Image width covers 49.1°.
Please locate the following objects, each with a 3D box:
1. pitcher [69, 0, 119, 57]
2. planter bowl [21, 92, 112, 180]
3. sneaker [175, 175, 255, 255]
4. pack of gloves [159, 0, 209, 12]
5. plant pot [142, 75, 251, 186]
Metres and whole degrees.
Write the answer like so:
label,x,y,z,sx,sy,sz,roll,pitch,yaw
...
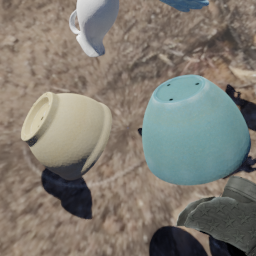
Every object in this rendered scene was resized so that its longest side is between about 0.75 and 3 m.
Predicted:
label,x,y,z,sx,sy,sz,roll,pitch,yaw
pitcher,-0.659,-1.986,4.896,0.980,1.142,0.692,43,49,18
planter bowl,-0.890,0.008,3.712,0.785,1.167,1.167,32,69,-34
sneaker,1.505,1.239,3.352,1.727,0.519,0.901,35,73,-5
pack of gloves,0.685,-2.110,3.879,1.672,1.405,0.330,10,73,-20
plant pot,0.807,-0.115,3.814,1.494,1.006,1.494,-17,31,11
